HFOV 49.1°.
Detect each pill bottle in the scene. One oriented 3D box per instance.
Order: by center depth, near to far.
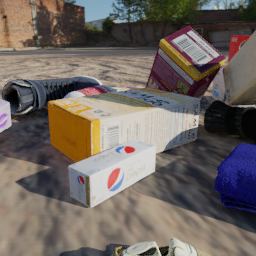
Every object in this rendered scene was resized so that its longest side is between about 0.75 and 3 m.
[{"bbox_3d":[-1.158,-0.575,7.814,1.030,1.030,1.834,11,21,30],"label":"pill bottle"}]

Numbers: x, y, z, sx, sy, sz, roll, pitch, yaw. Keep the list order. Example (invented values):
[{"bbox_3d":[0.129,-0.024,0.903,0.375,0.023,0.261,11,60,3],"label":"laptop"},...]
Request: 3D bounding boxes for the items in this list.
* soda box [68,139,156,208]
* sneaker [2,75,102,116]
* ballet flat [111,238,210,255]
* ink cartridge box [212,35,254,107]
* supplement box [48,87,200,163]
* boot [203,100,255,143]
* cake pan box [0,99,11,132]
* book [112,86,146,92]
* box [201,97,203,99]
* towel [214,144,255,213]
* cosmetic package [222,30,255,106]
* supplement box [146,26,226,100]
[{"bbox_3d":[-0.202,0.698,4.754,0.519,0.555,1.629,16,24,39],"label":"soda box"},{"bbox_3d":[-2.407,-1.042,8.835,3.005,1.143,2.172,-3,12,7],"label":"sneaker"},{"bbox_3d":[0.373,1.385,2.966,1.183,0.386,0.417,-3,17,-11],"label":"ballet flat"},{"bbox_3d":[3.730,-1.996,9.865,0.616,2.426,2.754,0,18,-1],"label":"ink cartridge box"},{"bbox_3d":[-0.038,-0.154,6.418,2.976,1.094,1.876,-14,24,-37],"label":"supplement box"},{"bbox_3d":[2.559,-0.142,6.393,1.777,0.894,2.377,17,6,28],"label":"boot"},{"bbox_3d":[-4.206,-0.168,5.489,2.584,0.734,2.806,23,33,10],"label":"cake pan box"},{"bbox_3d":[0.247,-1.526,11.653,1.926,0.463,1.287,-6,17,-20],"label":"book"},{"bbox_3d":[2.319,-1.446,11.355,1.176,0.464,0.830,-4,16,-10],"label":"box"},{"bbox_3d":[2.826,0.920,4.102,2.730,0.676,2.016,11,15,31],"label":"towel"},{"bbox_3d":[3.173,-1.391,5.613,1.472,1.039,2.843,-3,-14,-3],"label":"cosmetic package"},{"bbox_3d":[1.439,-1.377,7.612,1.098,2.128,1.393,-33,71,-25],"label":"supplement box"}]
